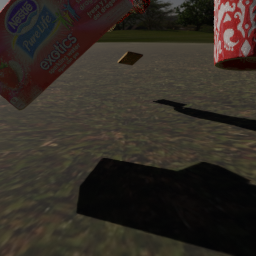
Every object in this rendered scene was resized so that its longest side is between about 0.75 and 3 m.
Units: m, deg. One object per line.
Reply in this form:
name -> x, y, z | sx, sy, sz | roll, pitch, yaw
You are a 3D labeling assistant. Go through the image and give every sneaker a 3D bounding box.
sneaker -> -0.060, -4.081, 9.670 | 1.306, 2.437, 0.814 | 29, 53, 2

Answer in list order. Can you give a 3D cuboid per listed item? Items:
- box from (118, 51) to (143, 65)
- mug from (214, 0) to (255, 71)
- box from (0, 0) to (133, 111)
box -> 0.088, -2.720, 10.996 | 0.692, 0.090, 0.846 | 2, -17, -30
mug -> 2.376, -2.178, 4.986 | 1.952, 2.199, 1.467 | 3, 1, -35
box -> -1.435, -1.919, 5.255 | 2.976, 1.409, 1.527 | -36, 26, 23
